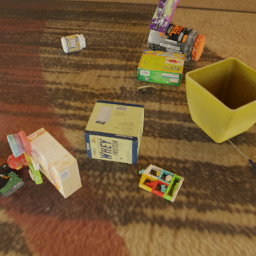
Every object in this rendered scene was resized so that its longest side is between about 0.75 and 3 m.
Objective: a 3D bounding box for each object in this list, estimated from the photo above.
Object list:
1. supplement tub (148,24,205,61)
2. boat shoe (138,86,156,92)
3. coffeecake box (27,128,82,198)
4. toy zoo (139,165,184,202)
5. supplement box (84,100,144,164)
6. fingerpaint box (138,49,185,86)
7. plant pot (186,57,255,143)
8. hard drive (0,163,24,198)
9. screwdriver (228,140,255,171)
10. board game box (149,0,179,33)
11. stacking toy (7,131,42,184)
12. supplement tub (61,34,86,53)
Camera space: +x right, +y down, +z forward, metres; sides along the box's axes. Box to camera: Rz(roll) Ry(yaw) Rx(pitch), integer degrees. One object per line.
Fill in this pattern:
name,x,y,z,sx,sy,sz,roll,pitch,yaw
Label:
supplement tub,2.547,-4.504,14.702,2.672,1.637,1.637,22,49,20
boat shoe,0.864,-1.860,13.038,0.846,0.303,0.322,-2,33,-2
coffeecake box,-2.425,1.129,9.196,0.692,1.454,1.894,-34,54,-29
toy zoo,1.028,1.789,9.465,1.459,0.149,0.957,20,49,19
supplement box,-0.443,0.110,10.349,1.880,1.262,1.878,7,45,7
fingerpaint box,1.653,-2.997,13.808,2.100,0.770,1.752,9,46,8
plant pot,3.751,-0.925,10.752,2.461,2.170,2.460,-22,49,-20
hard drive,-4.157,1.753,9.456,1.137,0.215,0.794,32,53,28
screwdriver,4.288,1.044,10.158,0.267,0.256,1.832,8,34,-38
board game box,1.745,-5.338,12.129,0.378,2.341,1.405,30,24,15
stacking toy,-3.473,1.088,9.120,0.741,1.755,1.589,-21,59,-26
supplement tub,-3.005,-4.686,15.455,1.148,0.831,0.831,-19,48,-17
